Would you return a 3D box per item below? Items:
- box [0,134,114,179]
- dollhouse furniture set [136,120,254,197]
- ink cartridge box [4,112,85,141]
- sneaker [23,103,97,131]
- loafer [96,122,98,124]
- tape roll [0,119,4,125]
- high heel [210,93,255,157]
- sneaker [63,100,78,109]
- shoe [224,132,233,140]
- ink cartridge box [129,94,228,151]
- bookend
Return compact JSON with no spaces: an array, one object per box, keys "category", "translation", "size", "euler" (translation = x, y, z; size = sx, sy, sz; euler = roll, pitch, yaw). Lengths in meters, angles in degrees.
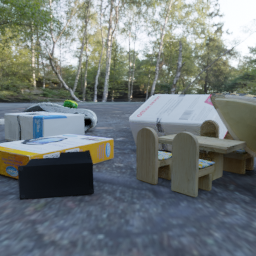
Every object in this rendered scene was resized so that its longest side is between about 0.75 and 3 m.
[{"category":"box","translation":[-1.412,0.487,5.683],"size":[1.453,0.506,2.440],"euler":[5,6,35]},{"category":"dollhouse furniture set","translation":[1.581,0.082,4.452],"size":[2.047,1.551,2.335],"euler":[-7,10,-44]},{"category":"ink cartridge box","translation":[-2.476,-0.020,8.262],"size":[1.992,0.834,1.445],"euler":[5,9,38]},{"category":"sneaker","translation":[-2.530,-0.329,10.155],"size":[2.844,1.067,1.642],"euler":[0,9,-9]},{"category":"loafer","translation":[-1.929,-0.336,12.183],"size":[1.236,0.447,0.450],"euler":[-4,26,-18]},{"category":"tape roll","translation":[-5.989,-0.300,13.364],"size":[1.010,0.185,1.010],"euler":[1,7,0]},{"category":"high heel","translation":[2.818,0.033,5.175],"size":[2.569,0.917,1.831],"euler":[36,27,23]},{"category":"sneaker","translation":[-2.907,-0.699,12.964],"size":[0.661,0.746,1.784],"euler":[25,-39,-32]},{"category":"shoe","translation":[2.476,0.259,7.374],"size":[2.454,0.655,0.858],"euler":[0,35,39]},{"category":"ink cartridge box","translation":[1.342,-0.170,7.154],"size":[2.134,0.883,1.563],"euler":[5,34,35]},{"category":"bookend","translation":[-1.044,0.662,4.248],"size":[0.998,0.460,0.992],"euler":[-2,6,-11]}]
